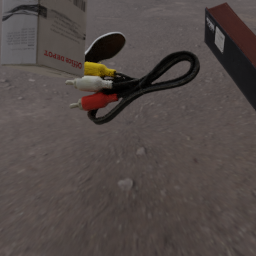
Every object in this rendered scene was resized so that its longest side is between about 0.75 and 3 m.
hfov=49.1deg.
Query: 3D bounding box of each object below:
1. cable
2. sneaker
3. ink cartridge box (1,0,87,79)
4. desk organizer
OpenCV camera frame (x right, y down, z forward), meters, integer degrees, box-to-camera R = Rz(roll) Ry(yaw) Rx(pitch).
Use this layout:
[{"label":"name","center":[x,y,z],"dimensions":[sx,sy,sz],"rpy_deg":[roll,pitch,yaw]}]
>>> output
[{"label":"cable","center":[0.008,-0.855,5.855],"dimensions":[2.899,1.408,0.730],"rpy_deg":[-5,-12,26]},{"label":"sneaker","center":[-0.739,-2.002,7.258],"dimensions":[1.617,0.589,0.684],"rpy_deg":[-27,24,22]},{"label":"ink cartridge box","center":[-1.356,-1.857,4.747],"dimensions":[0.774,1.868,1.371],"rpy_deg":[4,2,22]},{"label":"desk organizer","center":[1.803,-0.999,3.852],"dimensions":[0.722,0.672,1.874],"rpy_deg":[-22,57,0]}]
